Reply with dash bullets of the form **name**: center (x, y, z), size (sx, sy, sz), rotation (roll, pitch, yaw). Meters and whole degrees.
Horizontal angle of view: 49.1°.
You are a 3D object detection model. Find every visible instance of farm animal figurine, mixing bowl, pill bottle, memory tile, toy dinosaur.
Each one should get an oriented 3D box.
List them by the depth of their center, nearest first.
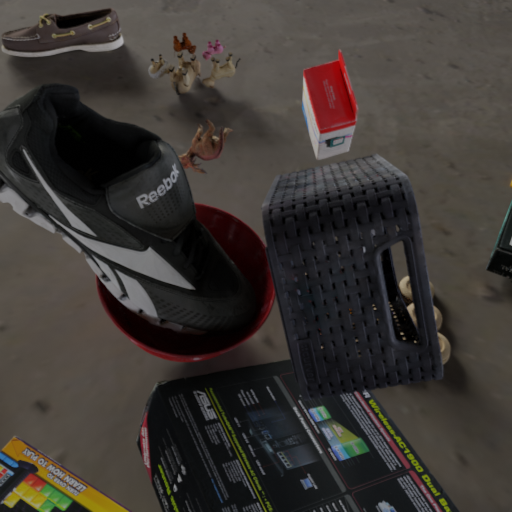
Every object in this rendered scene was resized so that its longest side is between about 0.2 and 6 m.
- **mixing bowl**: center (-0.912, 0.520, 7.197), size (2.169, 1.175, 2.169), rotation (6, 56, -9)
- **memory tile**: center (1.568, 0.823, 7.767), size (2.013, 0.169, 1.543), rotation (1, 45, 2)
- **pill bottle**: center (1.501, -0.268, 7.828), size (0.381, 0.381, 0.689), rotation (17, 68, 16)
- **toy dinosaur**: center (-0.728, -1.547, 8.227), size (1.068, 0.458, 0.723), rotation (-4, 68, 50)
- **farm animal figurine**: center (-1.337, -4.040, 12.181), size (1.525, 0.795, 1.508), rotation (33, 66, 19)

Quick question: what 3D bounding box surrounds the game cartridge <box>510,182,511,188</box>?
- **game cartridge**: center (4.727, -1.259, 9.892), size (0.410, 0.067, 0.362), rotation (22, 50, 21)

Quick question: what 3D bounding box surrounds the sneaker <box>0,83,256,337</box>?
- **sneaker**: center (-1.210, -0.375, 6.080), size (3.790, 1.715, 1.259), rotation (41, 52, -21)

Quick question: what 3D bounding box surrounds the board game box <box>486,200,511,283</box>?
- **board game box**: center (5.574, -0.702, 8.953), size (2.743, 0.571, 4.055), rotation (23, 50, 19)

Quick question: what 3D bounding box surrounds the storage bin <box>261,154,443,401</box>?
- **storage bin**: center (0.906, 0.055, 5.749), size (1.251, 1.805, 2.669), rotation (-11, 14, 9)

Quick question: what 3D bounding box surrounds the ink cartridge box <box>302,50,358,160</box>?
- **ink cartridge box**: center (0.942, -1.931, 7.344), size (0.494, 1.469, 0.853), rotation (-15, 80, 2)

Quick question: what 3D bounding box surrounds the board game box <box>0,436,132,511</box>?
- **board game box**: center (-1.962, 3.213, 5.029), size (2.601, 0.738, 2.150), rotation (22, 48, 20)

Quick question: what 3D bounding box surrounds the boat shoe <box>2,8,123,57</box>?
- **boat shoe**: center (-4.661, -5.349, 13.339), size (2.829, 0.842, 1.016), rotation (-7, 46, -7)

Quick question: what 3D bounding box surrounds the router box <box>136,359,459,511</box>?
- **router box**: center (0.548, 2.419, 5.125), size (2.347, 0.973, 3.132), rotation (-3, 42, -33)
